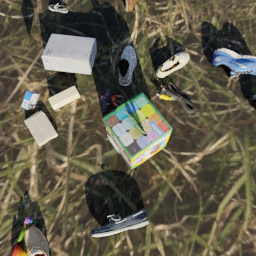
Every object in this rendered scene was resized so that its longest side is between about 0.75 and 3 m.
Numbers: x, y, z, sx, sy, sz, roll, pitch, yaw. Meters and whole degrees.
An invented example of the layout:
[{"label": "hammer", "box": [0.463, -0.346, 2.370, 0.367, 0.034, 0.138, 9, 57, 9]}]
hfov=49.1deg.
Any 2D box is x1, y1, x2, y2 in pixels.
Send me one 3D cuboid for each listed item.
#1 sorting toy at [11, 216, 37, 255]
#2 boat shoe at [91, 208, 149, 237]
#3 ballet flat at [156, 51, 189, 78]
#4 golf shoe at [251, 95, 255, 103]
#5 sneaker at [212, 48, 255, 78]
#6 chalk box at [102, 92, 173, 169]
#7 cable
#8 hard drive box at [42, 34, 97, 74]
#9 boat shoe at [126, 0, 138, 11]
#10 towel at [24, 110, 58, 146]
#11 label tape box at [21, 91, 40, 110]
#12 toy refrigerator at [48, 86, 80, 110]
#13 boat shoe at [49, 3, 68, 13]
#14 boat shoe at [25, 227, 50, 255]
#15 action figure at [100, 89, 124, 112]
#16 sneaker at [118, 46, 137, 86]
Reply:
[{"label": "sorting toy", "box": [-3.796, 4.086, 10.380, 0.529, 0.533, 1.536, 23, 74, -17]}, {"label": "boat shoe", "box": [-0.313, 3.487, 10.321, 2.173, 0.813, 0.672, -13, 74, -6]}, {"label": "ballet flat", "box": [2.073, -2.901, 12.526, 1.918, 0.598, 0.647, -40, 76, -12]}, {"label": "golf shoe", "box": [5.980, -0.386, 11.596, 1.137, 0.896, 2.469, -15, 64, 0]}, {"label": "sneaker", "box": [4.901, -2.604, 12.342, 2.492, 0.979, 1.111, 19, 80, 15]}, {"label": "chalk box", "box": [0.333, 0.084, 10.308, 1.820, 2.936, 1.833, -34, 75, -10]}, {"label": "cable", "box": [2.137, -1.322, 12.236, 1.818, 0.457, 0.883, 33, 59, -3]}, {"label": "hard drive box", "box": [-2.526, -3.277, 12.343, 2.035, 0.782, 1.586, 7, 56, 3]}, {"label": "boat shoe", "box": [0.365, -6.613, 13.649, 0.732, 0.774, 2.153, 9, 72, 4]}, {"label": "towel", "box": [-3.658, 0.004, 11.773, 0.916, 0.238, 1.382, -32, 75, -8]}, {"label": "label tape box", "box": [-3.459, -1.006, 10.120, 0.267, 0.843, 0.608, 25, 99, 4]}, {"label": "toy refrigerator", "box": [-2.752, -1.309, 12.070, 1.254, 0.476, 0.439, -29, 74, -8]}, {"label": "boat shoe", "box": [-3.421, -5.868, 13.640, 0.957, 0.327, 0.353, 20, 73, 6]}, {"label": "boat shoe", "box": [-3.224, 4.486, 10.065, 0.710, 0.666, 1.926, -27, 74, -9]}, {"label": "action figure", "box": [-0.756, -1.123, 12.103, 0.979, 0.529, 1.012, 19, 98, 13]}, {"label": "sneaker", "box": [-0.002, -2.933, 12.254, 0.740, 1.128, 1.961, 7, 72, 2]}]
